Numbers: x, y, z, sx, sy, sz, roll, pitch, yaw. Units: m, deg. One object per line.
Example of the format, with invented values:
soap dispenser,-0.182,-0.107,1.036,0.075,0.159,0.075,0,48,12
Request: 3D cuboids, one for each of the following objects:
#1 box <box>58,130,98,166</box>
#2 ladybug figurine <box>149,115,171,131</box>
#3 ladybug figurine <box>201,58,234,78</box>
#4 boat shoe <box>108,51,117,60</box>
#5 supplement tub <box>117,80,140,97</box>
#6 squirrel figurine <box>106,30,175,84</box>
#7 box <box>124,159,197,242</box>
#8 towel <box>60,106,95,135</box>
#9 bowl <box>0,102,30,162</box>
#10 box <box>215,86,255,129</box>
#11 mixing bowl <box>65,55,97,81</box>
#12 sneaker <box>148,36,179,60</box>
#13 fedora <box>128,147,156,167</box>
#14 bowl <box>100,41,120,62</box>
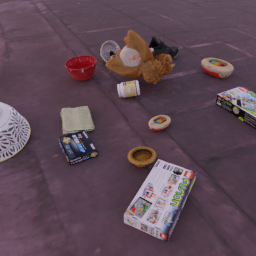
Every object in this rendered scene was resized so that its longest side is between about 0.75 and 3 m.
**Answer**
box,-1.770,0.664,9.881,1.047,0.303,1.317,-17,40,-21
ladybug figurine,1.223,-0.161,10.920,1.011,0.364,0.686,-25,44,-29
ladybug figurine,4.586,-3.115,14.565,1.234,0.654,1.819,-24,43,-28
boat shoe,-0.804,-3.762,15.468,0.548,0.519,1.446,-14,48,-16
supplement tub,0.033,-1.753,12.650,0.952,0.692,0.692,-8,37,4
squirrel figurine,0.743,-3.172,13.513,2.791,1.975,2.605,33,16,5
box,0.993,1.961,8.081,1.304,0.411,2.369,18,41,22
towel,-2.039,-0.345,11.213,1.251,0.308,1.686,-8,38,-12
bowl,-4.933,-0.130,9.828,2.679,1.257,2.679,2,46,-2
box,5.261,-0.753,11.581,1.601,0.505,2.909,-20,41,-24
mixing bowl,-2.311,-2.949,14.140,1.583,0.857,1.583,-3,39,3
sneaker,2.017,-4.477,15.772,2.479,1.420,0.948,-23,45,-31
fedora,0.473,1.018,9.350,0.957,0.390,0.957,-3,38,2
bowl,-1.107,-4.297,15.896,1.234,1.234,0.579,-22,20,-26
